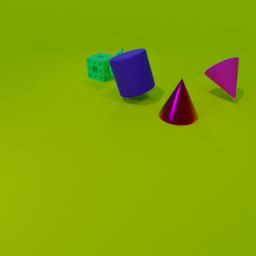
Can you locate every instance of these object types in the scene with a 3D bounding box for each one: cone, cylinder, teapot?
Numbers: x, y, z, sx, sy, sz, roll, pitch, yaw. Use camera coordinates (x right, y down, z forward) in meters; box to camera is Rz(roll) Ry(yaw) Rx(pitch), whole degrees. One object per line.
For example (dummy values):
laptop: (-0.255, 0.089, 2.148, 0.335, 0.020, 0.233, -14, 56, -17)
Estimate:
cone: (1.571, -0.920, 8.451, 1.235, 1.240, 1.235, 0, 32, 0)
cone: (3.350, -1.527, 9.362, 1.209, 1.209, 1.214, -15, 79, -22)
cylinder: (0.151, -1.846, 9.368, 1.267, 1.267, 1.267, -16, 24, 7)
teapot: (-0.231, -2.283, 10.314, 0.702, 1.434, 0.892, 20, 45, 37)

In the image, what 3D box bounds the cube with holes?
cube with holes: (-1.055, -2.455, 11.222, 0.832, 0.832, 0.832, 19, 38, 29)
